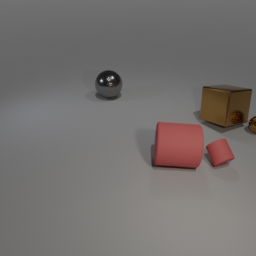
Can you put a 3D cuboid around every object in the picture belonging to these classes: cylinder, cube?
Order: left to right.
[{"bbox_3d":[1.599,0.538,9.086,1.400,1.400,1.400,4,29,2],"label":"cylinder"},{"bbox_3d":[3.007,0.796,9.148,0.700,0.700,0.700,-12,69,-21],"label":"cylinder"},{"bbox_3d":[4.002,-0.970,11.545,1.400,1.400,1.400,-9,20,-31],"label":"cube"}]

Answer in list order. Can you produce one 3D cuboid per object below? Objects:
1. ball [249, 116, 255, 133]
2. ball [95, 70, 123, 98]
[{"bbox_3d":[5.152,-0.143,11.083,0.700,0.700,0.700,0,29,0],"label":"ball"},{"bbox_3d":[-0.974,-2.215,14.171,1.400,1.400,1.400,0,29,0],"label":"ball"}]
